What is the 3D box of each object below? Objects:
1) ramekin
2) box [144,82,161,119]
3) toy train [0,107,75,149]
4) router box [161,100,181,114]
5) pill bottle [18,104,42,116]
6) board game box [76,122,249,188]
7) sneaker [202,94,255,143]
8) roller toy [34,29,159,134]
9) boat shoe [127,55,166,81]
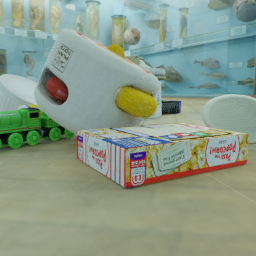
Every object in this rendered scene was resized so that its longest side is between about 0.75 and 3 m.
[{"bbox_3d":[-3.119,-0.764,8.606,1.973,0.919,1.973,28,16,-9],"label":"ramekin"},{"bbox_3d":[0.340,-1.200,11.739,1.957,1.490,1.041,4,10,21],"label":"box"},{"bbox_3d":[-2.331,-0.028,6.130,0.617,0.833,2.955,7,11,37],"label":"toy train"},{"bbox_3d":[1.123,-1.065,13.781,1.879,0.624,2.390,-5,10,-33],"label":"router box"},{"bbox_3d":[-2.128,-0.236,7.503,0.834,0.834,1.489,8,12,44],"label":"pill bottle"},{"bbox_3d":[0.540,0.310,4.792,2.360,0.546,1.787,-5,10,-29],"label":"board game box"},{"bbox_3d":[3.024,-0.212,6.890,2.912,1.092,1.231,7,6,-13],"label":"sneaker"},{"bbox_3d":[-0.640,-0.969,6.253,2.458,1.883,2.694,27,15,-9],"label":"roller toy"},{"bbox_3d":[0.233,-2.408,11.043,2.790,0.954,1.043,13,7,33],"label":"boat shoe"}]
